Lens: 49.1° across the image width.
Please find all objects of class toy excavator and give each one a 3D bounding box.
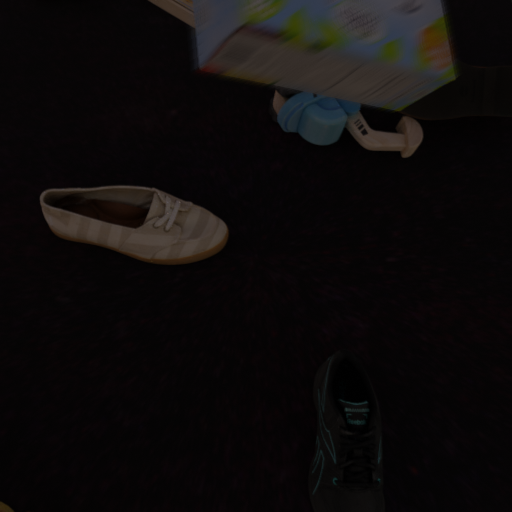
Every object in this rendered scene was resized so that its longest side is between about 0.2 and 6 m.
[{"bbox_3d":[1.423,-2.222,9.093,1.949,1.001,2.005,-25,76,-15],"label":"toy excavator"}]

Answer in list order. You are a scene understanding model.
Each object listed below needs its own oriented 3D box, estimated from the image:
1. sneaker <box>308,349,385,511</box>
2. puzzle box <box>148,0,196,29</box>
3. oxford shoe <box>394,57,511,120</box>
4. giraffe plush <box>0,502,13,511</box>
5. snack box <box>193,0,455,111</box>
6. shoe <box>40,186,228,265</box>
[{"bbox_3d":[1.021,2.168,6.391,0.860,0.904,2.281,-2,61,-3],"label":"sneaker"},{"bbox_3d":[-0.879,-5.154,11.065,2.512,0.319,1.671,36,66,19],"label":"puzzle box"},{"bbox_3d":[3.053,-2.748,9.246,3.009,1.072,1.073,7,103,-8],"label":"oxford shoe"},{"bbox_3d":[-3.137,3.143,5.330,2.029,2.502,2.159,12,36,-47],"label":"giraffe plush"},{"bbox_3d":[0.697,-2.951,5.916,2.787,0.943,2.351,1,78,-32],"label":"snack box"},{"bbox_3d":[-1.773,-0.503,8.057,2.749,0.734,0.961,7,60,4],"label":"shoe"}]
